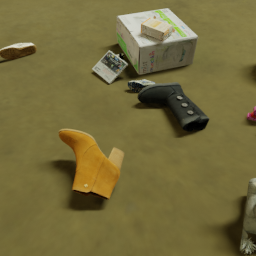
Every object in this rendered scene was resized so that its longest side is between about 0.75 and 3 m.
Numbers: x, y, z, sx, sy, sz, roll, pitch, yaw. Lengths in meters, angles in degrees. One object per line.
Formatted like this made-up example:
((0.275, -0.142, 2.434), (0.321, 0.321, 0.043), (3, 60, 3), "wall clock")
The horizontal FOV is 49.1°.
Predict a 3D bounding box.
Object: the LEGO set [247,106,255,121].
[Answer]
((4.361, -0.179, 7.407), (2.083, 0.855, 0.795), (12, 47, 12), "LEGO set")

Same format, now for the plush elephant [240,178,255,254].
((2.842, 1.754, 5.295), (1.172, 1.247, 1.514), (8, 74, 26), "plush elephant")

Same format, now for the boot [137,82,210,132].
((1.255, -0.554, 8.037), (1.461, 0.582, 1.773), (-16, 52, -13), "boot")

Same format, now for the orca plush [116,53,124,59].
((-0.383, -2.457, 10.038), (0.434, 0.293, 0.824), (-27, 2, 32), "orca plush")

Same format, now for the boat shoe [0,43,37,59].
((-4.107, -2.892, 10.387), (1.336, 0.473, 0.463), (-19, 47, -30), "boat shoe")

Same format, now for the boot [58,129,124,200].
((-1.006, 0.803, 6.228), (1.717, 0.604, 1.229), (22, 60, 5), "boot")

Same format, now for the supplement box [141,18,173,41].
((0.935, -3.236, 9.165), (0.896, 0.329, 0.565), (30, 54, 23), "supplement box")

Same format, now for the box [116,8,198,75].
((0.949, -3.242, 10.195), (2.142, 1.174, 2.428), (-15, 48, -13), "box")

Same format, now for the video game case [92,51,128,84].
((-0.616, -2.058, 9.461), (0.889, 0.114, 0.978), (-48, 61, -1), "video game case")

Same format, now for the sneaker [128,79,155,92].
((0.458, -1.374, 9.000), (0.946, 0.365, 0.403), (8, 35, -2), "sneaker")
